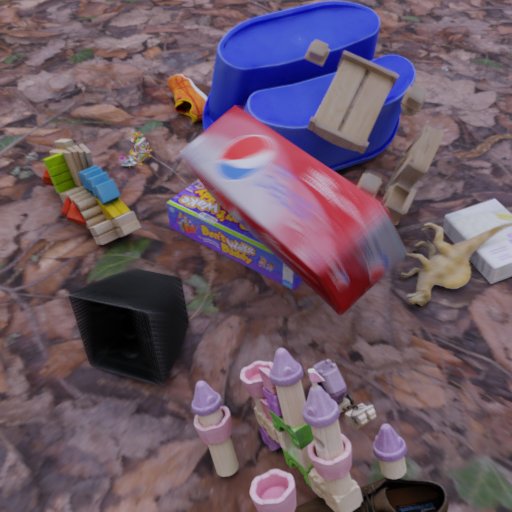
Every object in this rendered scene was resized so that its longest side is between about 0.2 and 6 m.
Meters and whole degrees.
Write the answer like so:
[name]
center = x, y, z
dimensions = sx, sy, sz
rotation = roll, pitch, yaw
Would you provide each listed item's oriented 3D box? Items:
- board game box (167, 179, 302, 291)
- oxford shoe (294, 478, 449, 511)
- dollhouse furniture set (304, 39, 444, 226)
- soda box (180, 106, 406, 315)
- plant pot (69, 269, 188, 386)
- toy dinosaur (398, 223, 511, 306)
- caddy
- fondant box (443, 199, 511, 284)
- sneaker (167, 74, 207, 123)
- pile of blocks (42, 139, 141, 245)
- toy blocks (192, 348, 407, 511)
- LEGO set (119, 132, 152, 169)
[board game box]
center = 0.057, -0.833, 12.182
dimensions = 3.311, 0.741, 2.226
rotation = 26, 49, 25
[oxford shoe]
center = 1.396, 3.424, 7.516
dimensions = 2.470, 1.042, 0.897
rotation = -11, 47, -9
[dollhouse furniture set]
center = 2.069, -2.545, 12.337
dimensions = 3.382, 1.652, 2.885
rotation = 26, 76, 3
[soda box]
center = 0.459, -1.001, 10.012
dimensions = 1.561, 1.414, 4.460
rotation = -42, 47, -6
[plant pot]
center = -2.007, 1.062, 9.609
dimensions = 1.543, 1.539, 1.368
rotation = 9, 33, 23
[toy dinosaur]
center = 3.801, 0.020, 11.283
dimensions = 2.685, 0.782, 1.358
rotation = -38, 60, -11
[caddy]
center = 1.271, -3.918, 14.039
dimensions = 5.310, 2.787, 3.754
rotation = -19, 67, -15
[fondant box]
center = 4.971, -0.345, 11.757
dimensions = 1.271, 0.513, 1.761
rotation = -18, 47, -9
[sneaker]
center = -2.096, -4.585, 16.114
dimensions = 0.855, 0.809, 2.216
rotation = -27, 47, -17
[pile of blocks]
center = -3.945, -1.466, 12.339
dimensions = 1.103, 1.457, 3.550
rotation = -30, 51, -28
[toy blocks]
center = 0.580, 2.045, 7.661
dimensions = 2.544, 2.141, 2.377
rotation = -23, 22, -23
[LEGO set]
center = -3.058, -2.891, 14.481
dimensions = 0.687, 0.556, 1.493
rotation = 2, 44, 2
